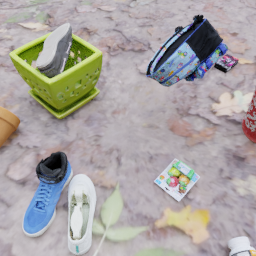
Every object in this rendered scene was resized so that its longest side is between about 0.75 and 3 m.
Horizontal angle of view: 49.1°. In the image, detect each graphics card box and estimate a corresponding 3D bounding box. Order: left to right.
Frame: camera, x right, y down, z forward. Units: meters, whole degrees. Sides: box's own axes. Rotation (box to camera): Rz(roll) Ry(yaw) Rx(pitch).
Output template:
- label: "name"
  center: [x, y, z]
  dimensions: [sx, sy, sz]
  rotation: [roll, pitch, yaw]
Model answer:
- label: "graphics card box"
  center: [4.794, -3.153, 13.624]
  dimensions: [1.112, 0.283, 0.697]
  rotation: [-37, 59, -26]

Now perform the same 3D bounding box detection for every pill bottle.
- label: "pill bottle"
  center: [3.153, 3.613, 7.466]
  dimensions: [0.714, 0.714, 1.226]
  rotation: [-5, 49, -5]

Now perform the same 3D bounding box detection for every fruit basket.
- label: "fruit basket"
  center: [1.626, 1.672, 9.273]
  dimensions: [1.066, 0.539, 1.151]
  rotation: [37, 61, 28]

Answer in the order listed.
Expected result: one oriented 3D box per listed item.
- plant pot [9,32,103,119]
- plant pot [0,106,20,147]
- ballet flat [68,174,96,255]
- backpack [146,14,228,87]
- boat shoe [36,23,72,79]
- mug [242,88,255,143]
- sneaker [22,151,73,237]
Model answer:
- label: "plant pot"
  center: [-2.695, -2.059, 11.294]
  dimensions: [2.605, 2.364, 2.592]
  rotation: [35, 57, 27]
- label: "plant pot"
  center: [-4.976, -0.026, 10.107]
  dimensions: [1.753, 1.753, 1.227]
  rotation: [11, 67, 10]
- label: "ballet flat"
  center: [-1.431, 2.372, 8.446]
  dimensions: [0.913, 0.913, 2.629]
  rotation: [-3, 49, -3]
- label: "backpack"
  center: [1.683, -2.147, 8.816]
  dimensions: [1.490, 2.022, 2.214]
  rotation: [43, 88, -13]
- label: "boat shoe"
  center: [-2.617, -2.862, 10.459]
  dimensions: [0.965, 0.823, 2.888]
  rotation: [-12, 45, 22]
- label: "mug"
  center: [5.459, -0.875, 9.807]
  dimensions: [2.416, 2.722, 1.816]
  rotation: [-7, 51, 6]
- label: "sneaker"
  center: [-2.509, 1.863, 8.501]
  dimensions: [0.983, 1.424, 2.561]
  rotation: [15, 51, 13]
